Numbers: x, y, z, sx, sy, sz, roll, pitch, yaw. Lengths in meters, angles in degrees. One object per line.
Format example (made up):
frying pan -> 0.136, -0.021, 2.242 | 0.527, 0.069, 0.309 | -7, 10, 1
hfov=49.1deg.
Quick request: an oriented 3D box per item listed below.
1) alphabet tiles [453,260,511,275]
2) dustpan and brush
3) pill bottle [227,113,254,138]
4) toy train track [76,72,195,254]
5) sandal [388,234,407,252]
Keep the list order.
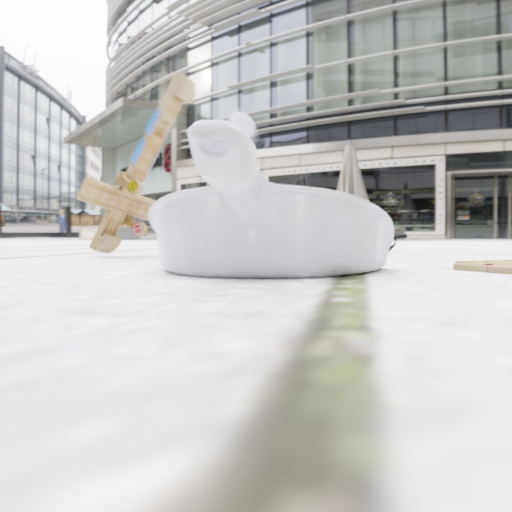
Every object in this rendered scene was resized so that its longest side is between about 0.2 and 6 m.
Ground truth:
alphabet tiles -> 3.686, 0.114, 5.787 | 2.936, 0.093, 2.443 | -1, 2, -23
dustpan and brush -> -0.001, -0.328, 4.799 | 2.533, 1.039, 3.629 | 0, 2, 8
pill bottle -> -0.389, -2.086, 9.735 | 0.471, 0.471, 0.840 | -1, -16, -25
toy train track -> -1.845, -1.476, 9.588 | 0.545, 3.351, 1.922 | 31, 8, 27
sandal -> 2.828, -0.232, 13.373 | 1.582, 0.379, 0.595 | -13, 3, -1
